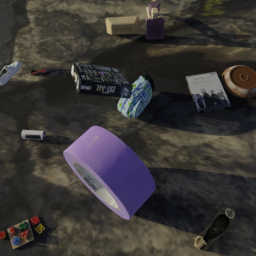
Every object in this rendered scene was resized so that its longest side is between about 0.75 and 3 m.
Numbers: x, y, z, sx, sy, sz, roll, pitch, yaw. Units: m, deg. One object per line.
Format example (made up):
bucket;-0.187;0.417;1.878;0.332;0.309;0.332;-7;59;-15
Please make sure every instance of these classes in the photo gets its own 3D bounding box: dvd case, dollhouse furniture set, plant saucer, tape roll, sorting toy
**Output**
dvd case;3.355;-1.522;11.824;1.396;0.230;1.858;-9;60;-5
dollhouse furniture set;0.312;-5.704;13.472;2.769;2.194;1.965;-3;44;2
plant saucer;4.987;-2.104;12.114;1.798;0.329;1.798;0;60;-1
tape roll;-0.598;1.376;8.633;2.821;2.821;1.199;38;66;20
sorting toy;-3.421;3.367;8.987;1.416;0.240;0.683;-23;63;-13

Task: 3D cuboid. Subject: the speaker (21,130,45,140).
speaker;-3.626;0.261;10.731;0.835;0.339;0.339;3;60;1

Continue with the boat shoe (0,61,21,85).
boat shoe;-3.775;-1.798;8.852;0.365;0.331;0.992;16;63;21

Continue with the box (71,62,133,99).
box;-0.863;-1.506;8.607;1.557;0.423;1.943;3;26;-20

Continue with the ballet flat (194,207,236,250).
ballet flat;2.836;3.198;8.974;1.826;0.423;0.615;-35;66;-18

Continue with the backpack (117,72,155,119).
backpack;0.309;-1.179;11.054;1.655;1.350;1.272;-34;79;-11

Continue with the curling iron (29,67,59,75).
curling iron;-3.738;-2.579;12.470;1.338;0.171;0.332;-10;60;-6
